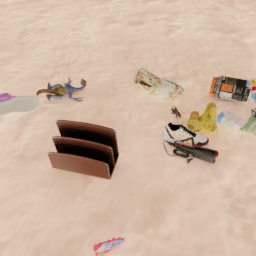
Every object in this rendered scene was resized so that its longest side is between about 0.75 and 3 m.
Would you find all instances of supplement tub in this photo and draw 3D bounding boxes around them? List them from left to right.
[{"bbox_3d":[4.615,-1.777,12.659,1.676,1.027,1.027,14,43,15],"label":"supplement tub"}]

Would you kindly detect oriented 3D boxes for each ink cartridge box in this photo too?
[{"bbox_3d":[4.265,-0.294,11.463,1.064,0.361,0.612,35,53,30],"label":"ink cartridge box"}]

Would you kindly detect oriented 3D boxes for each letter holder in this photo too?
[{"bbox_3d":[-1.513,0.675,9.396,2.156,1.532,1.084,9,48,12],"label":"letter holder"}]

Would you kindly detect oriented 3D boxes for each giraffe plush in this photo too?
[{"bbox_3d":[2.915,-0.292,11.125,1.137,1.210,1.402,-1,77,14],"label":"giraffe plush"}]

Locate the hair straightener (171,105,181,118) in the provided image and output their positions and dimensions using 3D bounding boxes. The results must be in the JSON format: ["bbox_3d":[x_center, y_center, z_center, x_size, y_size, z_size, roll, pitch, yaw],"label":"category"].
[{"bbox_3d":[2.026,-0.721,12.108,0.326,0.173,0.847,-5,42,-6],"label":"hair straightener"}]

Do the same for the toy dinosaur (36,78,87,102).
[{"bbox_3d":[-2.904,-1.902,12.971,2.030,1.066,1.842,18,26,34],"label":"toy dinosaur"}]

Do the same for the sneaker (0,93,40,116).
[{"bbox_3d":[-4.912,-1.241,12.292,2.085,0.756,1.189,-8,39,-9],"label":"sneaker"}]

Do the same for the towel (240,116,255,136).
[{"bbox_3d":[5.574,0.109,11.159,1.764,0.206,1.346,30,49,31],"label":"towel"}]

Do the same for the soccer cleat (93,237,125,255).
[{"bbox_3d":[-0.507,3.206,7.610,0.889,0.296,0.340,-8,76,-19],"label":"soccer cleat"}]

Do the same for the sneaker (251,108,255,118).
[{"bbox_3d":[5.670,-0.549,11.302,0.722,0.473,1.251,-30,49,-13],"label":"sneaker"}]

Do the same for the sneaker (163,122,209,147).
[{"bbox_3d":[2.192,0.275,10.595,1.753,0.701,0.646,12,41,11],"label":"sneaker"}]

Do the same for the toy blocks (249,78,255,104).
[{"bbox_3d":[6.203,-1.605,12.812,1.326,0.578,1.591,9,42,11],"label":"toy blocks"}]

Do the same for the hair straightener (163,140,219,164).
[{"bbox_3d":[2.181,0.874,10.109,2.008,0.411,0.773,18,45,20],"label":"hair straightener"}]

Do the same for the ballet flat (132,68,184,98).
[{"bbox_3d":[1.325,-1.908,13.066,2.815,1.064,0.900,33,81,37],"label":"ballet flat"}]
